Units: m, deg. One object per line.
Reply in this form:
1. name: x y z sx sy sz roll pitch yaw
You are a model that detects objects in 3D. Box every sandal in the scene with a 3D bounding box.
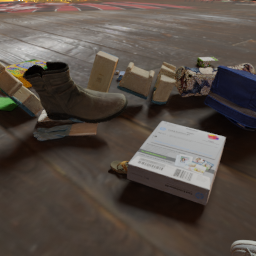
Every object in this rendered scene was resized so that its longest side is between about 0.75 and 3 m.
1. sandal: 0.005 0.929 6.591 0.892 0.241 0.358 17 35 26

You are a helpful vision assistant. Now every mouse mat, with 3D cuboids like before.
1. mouse mat: -4.412 -0.855 9.887 1.280 0.048 1.030 5 30 10

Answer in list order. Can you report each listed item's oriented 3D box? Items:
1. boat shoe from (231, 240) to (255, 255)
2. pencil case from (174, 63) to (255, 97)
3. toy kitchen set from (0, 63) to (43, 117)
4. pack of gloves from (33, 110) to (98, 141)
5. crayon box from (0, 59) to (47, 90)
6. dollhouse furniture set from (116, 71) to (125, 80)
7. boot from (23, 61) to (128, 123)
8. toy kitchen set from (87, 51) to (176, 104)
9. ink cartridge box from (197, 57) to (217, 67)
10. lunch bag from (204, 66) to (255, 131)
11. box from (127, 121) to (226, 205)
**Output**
1. boat shoe: 2.209 2.185 4.179 1.391 0.513 0.446 26 34 26
2. pencil case: 3.242 -1.767 10.317 2.888 1.124 1.292 -4 7 -7
3. toy kitchen set: -4.382 -0.976 8.397 1.577 2.677 2.144 32 75 38
4. pack of gloves: -1.777 -0.078 8.384 1.904 0.376 1.599 -6 35 4
5. crayon box: -4.349 -2.218 11.667 1.496 0.614 2.379 19 36 29
6. dollhouse furniture set: -0.336 -2.573 12.210 1.053 0.687 0.994 3 30 4
7. boot: -1.454 -1.012 7.703 2.672 1.746 0.905 -2 49 14
8. toy kitchen set: 0.182 -1.763 10.434 2.802 1.651 2.245 22 30 -1
9. ink cartridge box: 3.906 -3.253 13.761 0.834 0.316 0.617 -4 30 -10
10. lunch bag: 3.558 -0.812 8.401 1.540 1.499 2.266 3 25 -30
11. box: 1.245 0.673 6.687 1.783 0.471 2.287 15 32 20
